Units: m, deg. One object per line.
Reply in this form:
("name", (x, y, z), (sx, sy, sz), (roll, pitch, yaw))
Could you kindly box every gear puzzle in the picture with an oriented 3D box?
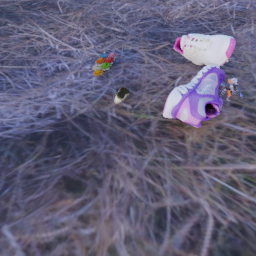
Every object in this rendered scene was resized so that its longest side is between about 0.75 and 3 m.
("gear puzzle", (-0.937, -2.369, 10.227), (0.750, 0.190, 1.449), (4, 48, 22))

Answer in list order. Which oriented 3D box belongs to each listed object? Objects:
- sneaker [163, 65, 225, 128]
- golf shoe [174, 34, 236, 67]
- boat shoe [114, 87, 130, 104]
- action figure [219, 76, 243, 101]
("sneaker", (2.210, -0.861, 8.060), (1.234, 1.123, 2.791), (33, 48, 23))
("golf shoe", (2.405, -2.609, 9.217), (1.256, 1.033, 2.743), (17, 6, -16))
("boat shoe", (-0.211, -1.019, 8.759), (0.331, 0.297, 0.894), (37, 32, 2))
("action figure", (2.914, -1.093, 7.953), (0.397, 0.734, 0.759), (-2, 51, -13))
